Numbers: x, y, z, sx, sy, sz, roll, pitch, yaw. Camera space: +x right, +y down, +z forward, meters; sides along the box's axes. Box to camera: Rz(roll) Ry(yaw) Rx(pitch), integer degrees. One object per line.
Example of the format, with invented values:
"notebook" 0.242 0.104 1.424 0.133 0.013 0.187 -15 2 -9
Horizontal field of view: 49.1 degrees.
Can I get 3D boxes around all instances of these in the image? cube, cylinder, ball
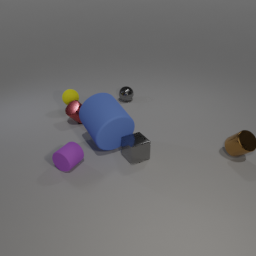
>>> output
"cube" 0.249 0.650 9.050 0.700 0.700 0.700 -16 33 -25
"cylinder" 3.529 0.498 8.785 0.700 0.700 0.700 6 68 -17
"ball" -0.082 -1.585 13.008 0.700 0.700 0.700 0 29 0
"cylinder" -1.838 0.879 8.634 0.700 0.700 0.700 15 33 25
"ball" -2.405 -1.277 11.744 0.700 0.700 0.700 0 29 0
"cylinder" -0.713 -0.224 9.251 1.400 1.400 1.400 -16 46 -26
"cylinder" -1.983 -0.633 11.057 0.700 0.700 0.700 -16 56 25
